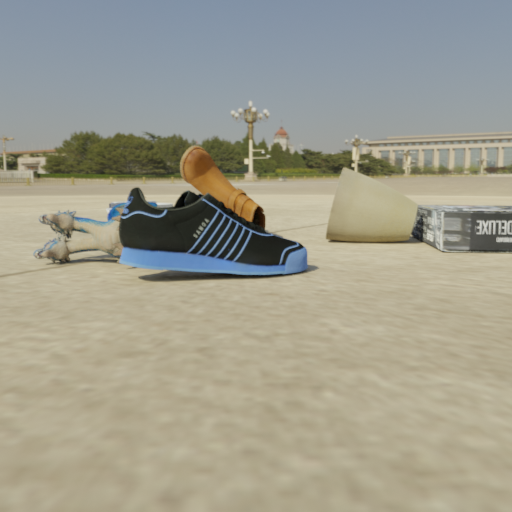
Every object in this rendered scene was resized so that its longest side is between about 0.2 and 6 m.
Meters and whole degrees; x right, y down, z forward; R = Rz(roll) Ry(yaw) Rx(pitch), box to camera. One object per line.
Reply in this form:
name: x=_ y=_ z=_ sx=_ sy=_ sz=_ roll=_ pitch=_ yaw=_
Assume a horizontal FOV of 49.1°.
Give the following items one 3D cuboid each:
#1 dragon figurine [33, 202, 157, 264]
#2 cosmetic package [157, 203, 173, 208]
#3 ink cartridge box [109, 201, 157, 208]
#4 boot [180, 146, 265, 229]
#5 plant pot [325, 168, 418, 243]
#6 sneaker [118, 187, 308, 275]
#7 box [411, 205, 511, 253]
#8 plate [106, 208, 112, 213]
dragon figurine: x=-1.890 y=-0.393 z=9.173 sx=3.233 sy=0.952 sz=1.608 roll=-7 pitch=10 yaw=-34
cosmetic package: x=-3.143 y=-1.253 z=16.649 sx=0.801 sy=0.631 sz=1.488 roll=4 pitch=9 yaw=19
ink cartridge box: x=-3.016 y=-0.904 z=13.439 sx=0.322 sy=0.817 sz=1.644 roll=4 pitch=8 yaw=30
boot: x=-0.686 y=-1.356 z=12.305 sx=1.711 sy=2.204 sz=0.845 roll=35 pitch=70 yaw=32
plant pot: x=2.457 y=-0.898 z=11.733 sx=1.667 sy=1.562 sz=1.562 roll=15 pitch=11 yaw=11
sneaker: x=-0.481 y=-0.316 z=7.673 sx=2.732 sy=1.064 sz=0.958 roll=3 pitch=4 yaw=-25
box: x=4.672 y=-0.618 z=11.456 sx=2.437 sy=0.769 sz=3.090 roll=1 pitch=8 yaw=4
plate: x=-2.061 y=-0.588 z=11.662 sx=1.899 sy=0.308 sz=1.903 roll=4 pitch=15 yaw=-24
